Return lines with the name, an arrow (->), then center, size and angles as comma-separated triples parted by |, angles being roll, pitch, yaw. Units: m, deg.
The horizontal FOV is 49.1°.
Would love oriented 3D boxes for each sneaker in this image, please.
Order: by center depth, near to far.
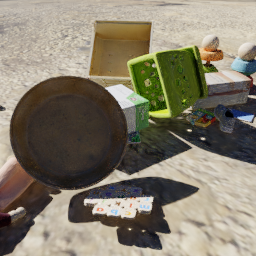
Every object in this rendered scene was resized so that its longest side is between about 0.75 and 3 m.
sneaker -> 3.385, -0.448, 9.575 | 0.555, 0.609, 1.487 | 13, 34, -8

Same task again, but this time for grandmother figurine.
grandmother figurine -> -3.075, 1.630, 6.032 | 1.638, 0.818, 2.702 | 9, 31, 11

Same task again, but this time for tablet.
tablet -> 4.043, -0.477, 10.240 | 0.990, 0.068, 0.644 | 18, 35, 26

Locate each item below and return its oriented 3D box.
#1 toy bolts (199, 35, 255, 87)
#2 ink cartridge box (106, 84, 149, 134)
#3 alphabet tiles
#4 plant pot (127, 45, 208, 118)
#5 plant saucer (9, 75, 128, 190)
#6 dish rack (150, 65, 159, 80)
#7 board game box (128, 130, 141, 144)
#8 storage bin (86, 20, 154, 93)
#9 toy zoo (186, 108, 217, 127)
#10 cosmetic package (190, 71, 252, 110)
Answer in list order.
toy bolts -> 4.068, -2.749, 12.116 | 2.897, 2.009, 2.767 | 17, 35, 26
ink cartridge box -> -0.780, -0.463, 8.947 | 2.391, 1.004, 1.731 | -18, 35, -28
alphabet tiles -> -0.188, 1.643, 6.335 | 1.479, 0.108, 1.446 | 6, 13, 7
plant pot -> 1.429, -1.634, 9.537 | 1.893, 2.075, 2.086 | -23, 14, -22
plant saucer -> -1.410, 0.106, 6.987 | 2.839, 2.839, 0.503 | -13, -8, -20
dish rack -> 1.718, -2.781, 13.610 | 2.035, 0.555, 1.561 | -3, 32, -5
board game box -> -0.307, 0.070, 9.224 | 1.363, 0.176, 1.363 | -1, 31, -2
storage bin -> -0.346, -3.040, 11.910 | 2.718, 1.283, 2.738 | 4, 73, 5
toy zoo -> 2.626, -0.361, 9.989 | 0.791, 0.123, 1.205 | 26, 40, 35
cosmetic package -> 3.419, -1.525, 11.040 | 2.359, 1.029, 1.219 | -9, 32, -14
